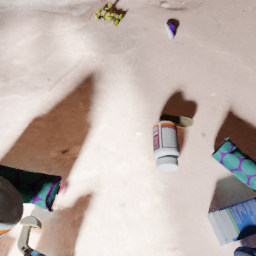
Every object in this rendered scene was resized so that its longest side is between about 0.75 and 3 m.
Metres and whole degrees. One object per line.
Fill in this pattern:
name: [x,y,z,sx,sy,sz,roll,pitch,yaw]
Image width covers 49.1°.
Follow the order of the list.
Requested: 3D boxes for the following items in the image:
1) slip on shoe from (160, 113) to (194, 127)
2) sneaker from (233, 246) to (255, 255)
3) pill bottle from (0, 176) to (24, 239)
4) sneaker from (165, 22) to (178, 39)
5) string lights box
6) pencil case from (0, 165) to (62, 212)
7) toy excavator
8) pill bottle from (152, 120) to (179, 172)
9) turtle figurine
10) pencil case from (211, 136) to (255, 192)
slip on shoe: [1.622,-0.217,9.360,1.125,0.428,0.341,14,36,12]
sneaker: [3.812,3.257,7.238,2.241,0.829,0.922,11,61,-3]
pill bottle: [-4.031,2.480,6.739,2.748,1.569,1.569,-41,65,8]
sneaker: [1.869,-4.088,11.663,0.458,0.320,0.922,-10,61,-6]
string lights box: [3.222,2.545,7.782,1.725,0.508,0.886,-16,62,-9]
pencil case: [-3.162,1.635,7.958,2.398,1.108,1.021,11,74,4]
toy excavator: [-2.479,3.400,7.164,1.859,0.929,1.808,23,62,23]
pill bottle: [1.181,0.568,8.728,0.804,0.804,1.468,0,61,0]
turtle figurine: [-0.925,-4.793,11.976,1.208,0.483,1.498,30,59,8]
pencil case: [3.484,1.130,8.423,1.864,0.793,0.861,42,54,20]
